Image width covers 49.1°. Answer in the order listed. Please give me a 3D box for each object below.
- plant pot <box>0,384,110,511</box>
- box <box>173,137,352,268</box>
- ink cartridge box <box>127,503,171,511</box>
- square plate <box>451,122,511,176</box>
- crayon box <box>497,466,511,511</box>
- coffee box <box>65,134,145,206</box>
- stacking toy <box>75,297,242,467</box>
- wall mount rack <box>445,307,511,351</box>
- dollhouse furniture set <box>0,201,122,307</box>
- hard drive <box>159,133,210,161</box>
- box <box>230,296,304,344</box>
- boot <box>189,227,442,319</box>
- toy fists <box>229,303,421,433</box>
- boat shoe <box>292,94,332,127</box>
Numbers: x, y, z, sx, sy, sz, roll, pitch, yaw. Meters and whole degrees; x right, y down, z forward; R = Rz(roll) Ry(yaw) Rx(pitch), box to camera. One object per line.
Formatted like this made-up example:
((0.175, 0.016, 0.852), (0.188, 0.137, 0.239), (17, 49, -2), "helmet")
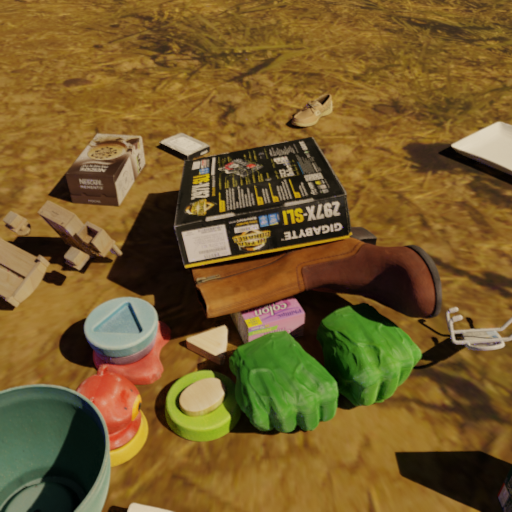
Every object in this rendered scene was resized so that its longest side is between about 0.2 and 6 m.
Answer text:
((-2.429, 2.518, 5.949), (1.907, 1.278, 1.907), (0, 39, 0), "plant pot")
((0.016, -1.076, 9.685), (2.610, 0.806, 3.268), (-12, 27, 1), "box")
((-1.187, 3.223, 5.758), (0.673, 0.390, 1.155), (9, 39, 8), "ink cartridge box")
((6.062, -2.429, 13.159), (2.165, 0.308, 2.145), (-27, 46, -30), "square plate")
((3.372, 2.419, 6.082), (1.093, 1.266, 0.369), (-1, 38, -1), "crayon box")
((-3.205, -1.893, 12.098), (1.059, 0.748, 1.873), (4, 38, 6), "coffee box")
((-1.344, 1.428, 7.571), (2.200, 1.026, 2.430), (-4, 38, -5), "stacking toy")
((3.398, 0.939, 7.954), (1.292, 0.554, 1.487), (-8, 0, 16), "wall mount rack")
((-3.699, 0.364, 9.540), (1.944, 1.113, 2.280), (24, 69, 24), "dollhouse furniture set")
((-1.727, -2.633, 13.517), (1.050, 0.199, 0.734), (30, 46, 34), "hard drive")
((0.120, 0.847, 8.745), (0.917, 0.504, 1.042), (-12, 40, -16), "box")
((0.716, 0.333, 8.056), (3.052, 1.045, 2.873), (-10, 28, -18), "boot")
((0.964, 1.568, 7.532), (2.588, 0.890, 1.319), (-15, 34, -19), "toy fists")
((1.477, -3.876, 14.860), (0.567, 0.513, 1.591), (24, 44, 28), "boat shoe")
